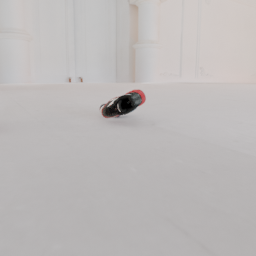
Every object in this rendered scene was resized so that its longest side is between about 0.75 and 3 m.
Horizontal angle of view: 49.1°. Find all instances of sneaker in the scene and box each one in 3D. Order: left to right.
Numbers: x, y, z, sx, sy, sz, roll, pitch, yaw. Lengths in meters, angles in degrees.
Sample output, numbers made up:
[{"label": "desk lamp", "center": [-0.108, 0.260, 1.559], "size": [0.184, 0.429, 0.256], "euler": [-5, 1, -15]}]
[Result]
[{"label": "sneaker", "center": [-0.294, -0.723, 9.308], "size": [1.777, 0.628, 0.868], "euler": [-21, 11, 33]}, {"label": "sneaker", "center": [-0.330, -0.722, 10.797], "size": [1.523, 0.597, 0.605], "euler": [-10, 24, -7]}]
